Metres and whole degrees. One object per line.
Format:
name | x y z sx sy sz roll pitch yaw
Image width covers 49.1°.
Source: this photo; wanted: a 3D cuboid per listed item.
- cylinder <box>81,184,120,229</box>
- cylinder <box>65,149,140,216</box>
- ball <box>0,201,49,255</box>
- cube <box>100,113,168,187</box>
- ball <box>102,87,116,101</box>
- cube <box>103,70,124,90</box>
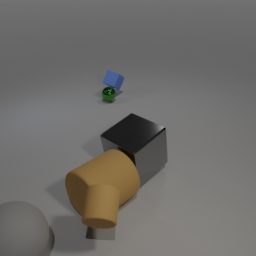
cylinder | -0.543 1.594 5.687 0.700 0.700 0.700 2 55 4
cylinder | -0.649 1.451 7.216 1.400 1.400 1.400 24 37 37
ball | -2.339 2.213 5.728 1.400 1.400 1.400 0 28 0
cube | 0.219 0.633 8.474 1.400 1.400 1.400 26 49 37
ball | -0.925 -1.647 13.525 0.700 0.700 0.700 0 28 0
cube | -0.715 -2.394 13.994 0.700 0.700 0.700 25 4 22
